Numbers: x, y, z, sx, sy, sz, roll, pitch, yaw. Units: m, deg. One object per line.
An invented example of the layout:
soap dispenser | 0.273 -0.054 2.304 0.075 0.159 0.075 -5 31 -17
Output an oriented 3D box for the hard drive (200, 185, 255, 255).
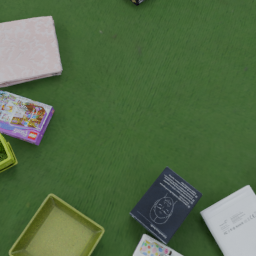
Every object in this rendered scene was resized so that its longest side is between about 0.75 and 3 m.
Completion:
hard drive | 3.715 3.419 8.594 1.806 0.365 2.737 -27 75 -9

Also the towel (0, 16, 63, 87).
towel | -3.997 -3.021 10.884 2.595 0.438 2.717 -11 71 -5

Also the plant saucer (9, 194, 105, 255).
plant saucer | -2.113 3.465 8.575 2.116 0.507 2.113 31 74 10

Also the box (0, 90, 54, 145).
box | -3.882 -0.384 9.967 2.084 0.407 1.426 18 72 6

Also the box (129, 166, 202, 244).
box | 1.142 2.382 8.692 1.371 0.989 1.848 39 75 12

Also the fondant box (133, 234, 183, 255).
fondant box | 1.069 4.370 8.194 2.183 0.636 1.575 28 73 8

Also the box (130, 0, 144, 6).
box | 0.397 -6.313 12.048 1.687 0.422 1.700 -43 77 -12

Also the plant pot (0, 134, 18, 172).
plant pot | -4.317 0.932 9.239 1.014 0.925 1.019 -28 73 -9
